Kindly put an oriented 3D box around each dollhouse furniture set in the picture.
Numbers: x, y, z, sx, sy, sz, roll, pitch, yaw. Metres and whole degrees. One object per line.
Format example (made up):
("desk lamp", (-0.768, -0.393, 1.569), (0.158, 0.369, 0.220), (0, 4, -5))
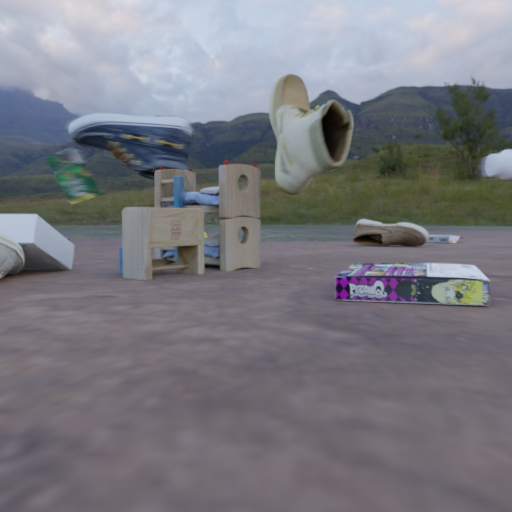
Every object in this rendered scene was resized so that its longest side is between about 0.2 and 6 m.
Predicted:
("dollhouse furniture set", (-1.206, -0.563, 7.967), (1.555, 1.546, 2.206), (3, 5, 40))

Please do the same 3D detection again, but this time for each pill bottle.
("pill bottle", (4.166, -1.461, 8.952), (0.865, 0.485, 0.485), (-2, 4, -2))

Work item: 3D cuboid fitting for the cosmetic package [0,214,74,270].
("cosmetic package", (-3.503, -0.163, 7.532), (1.679, 0.434, 1.266), (1, -15, 3))

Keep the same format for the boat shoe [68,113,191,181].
("boat shoe", (-2.991, -2.509, 13.076), (2.916, 1.324, 1.032), (0, -15, 4))

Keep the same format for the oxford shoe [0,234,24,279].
("oxford shoe", (-3.193, 0.032, 6.164), (0.924, 0.710, 2.458), (-1, -11, -10))

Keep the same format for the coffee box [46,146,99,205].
("coffee box", (-4.506, -1.966, 13.794), (0.807, 1.313, 0.289), (-12, 23, 26))

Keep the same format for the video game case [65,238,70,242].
("video game case", (-5.737, -0.390, 15.259), (0.961, 0.190, 1.061), (0, 4, 3))

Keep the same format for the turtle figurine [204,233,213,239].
("turtle figurine", (-1.537, -0.353, 12.400), (1.620, 0.522, 1.307), (14, 19, 33))

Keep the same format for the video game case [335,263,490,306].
("video game case", (1.538, 0.251, 5.549), (1.322, 0.261, 1.458), (1, 4, 16))

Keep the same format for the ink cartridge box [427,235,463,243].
("ink cartridge box", (5.591, -0.472, 16.619), (0.986, 0.247, 0.799), (6, -2, -44))

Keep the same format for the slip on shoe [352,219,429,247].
("slip on shoe", (3.396, -0.489, 14.328), (1.932, 0.734, 0.585), (13, 52, 28))

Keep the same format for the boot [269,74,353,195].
("boot", (0.791, -2.002, 8.225), (0.691, 1.916, 1.482), (3, -11, -23))
